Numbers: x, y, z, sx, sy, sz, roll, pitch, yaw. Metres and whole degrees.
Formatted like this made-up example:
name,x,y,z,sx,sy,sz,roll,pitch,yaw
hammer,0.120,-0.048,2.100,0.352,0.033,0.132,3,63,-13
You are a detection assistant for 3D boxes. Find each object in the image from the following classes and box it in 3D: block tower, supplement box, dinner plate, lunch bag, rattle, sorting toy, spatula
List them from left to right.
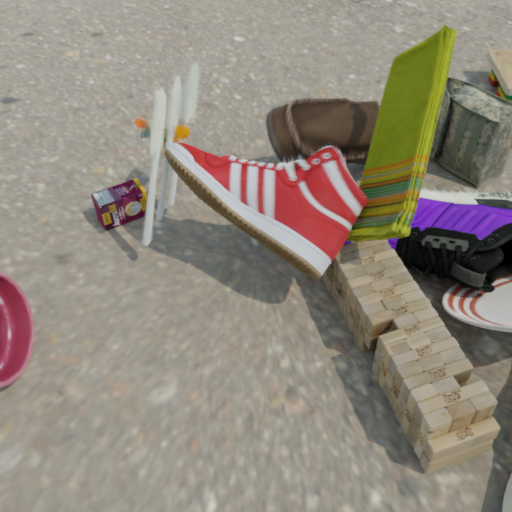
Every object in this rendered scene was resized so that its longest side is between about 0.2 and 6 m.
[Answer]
name,x,y,z,sx,sy,sz,roll,pitch,yaw
supplement box,-2.418,-0.925,10.040,0.885,0.579,0.457,-25,50,-21
rattle,-1.418,-1.910,8.545,0.599,0.839,0.546,-2,71,11
spatula,-1.357,-1.576,8.855,0.210,2.614,1.817,14,35,2
block tower,1.974,1.098,7.745,0.985,0.920,3.406,-15,47,-11
lunch bag,4.050,-2.470,10.934,1.052,1.468,1.790,-26,50,-27
sorting toy,6.483,-4.056,13.081,1.890,0.662,1.901,2,45,1
dinner plate,4.218,0.535,7.770,3.111,0.377,3.111,-16,9,3

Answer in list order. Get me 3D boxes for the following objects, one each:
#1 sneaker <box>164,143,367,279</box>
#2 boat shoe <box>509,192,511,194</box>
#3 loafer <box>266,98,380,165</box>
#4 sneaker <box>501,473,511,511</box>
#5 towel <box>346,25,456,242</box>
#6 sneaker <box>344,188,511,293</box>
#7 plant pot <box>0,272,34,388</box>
name,x,y,z,sx,sy,sz,roll,pitch,yaw
sneaker,0.196,-1.180,8.414,3.034,1.081,1.706,37,84,10
boat shoe,5.770,-0.910,9.830,2.992,0.847,1.027,4,45,4
loafer,1.705,-2.328,9.955,3.548,1.260,1.296,-11,80,-38
sneaker,3.799,2.144,6.261,1.218,1.617,3.458,25,50,22
towel,2.043,-1.724,8.174,0.285,1.360,3.160,21,78,-25
sneaker,2.994,-0.164,8.756,3.353,1.166,1.668,-4,42,0
plant pot,-4.062,1.052,7.546,1.405,1.569,1.569,-8,44,13
